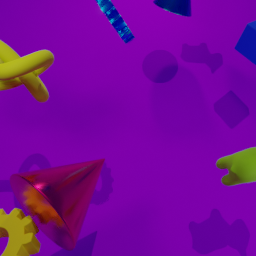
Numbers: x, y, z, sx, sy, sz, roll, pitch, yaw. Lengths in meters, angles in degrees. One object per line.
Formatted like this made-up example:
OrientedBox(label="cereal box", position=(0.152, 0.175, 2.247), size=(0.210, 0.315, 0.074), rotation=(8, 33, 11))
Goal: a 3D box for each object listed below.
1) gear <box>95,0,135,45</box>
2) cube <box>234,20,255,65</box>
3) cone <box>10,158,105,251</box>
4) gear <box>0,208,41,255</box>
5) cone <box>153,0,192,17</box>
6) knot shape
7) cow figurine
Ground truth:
OrientedBox(label="gear", position=(-0.276, -2.054, 5.068), size=(0.208, 1.123, 1.123), rotation=(-34, 68, 11))
OrientedBox(label="cube", position=(3.527, -2.318, 7.458), size=(0.799, 0.799, 0.799), rotation=(-27, 62, -27))
OrientedBox(label="cone", position=(-0.977, 1.039, 5.220), size=(1.630, 1.630, 1.636), rotation=(39, 51, 16))
OrientedBox(label="gear", position=(-2.384, 2.158, 4.751), size=(1.737, 0.321, 1.737), rotation=(-13, 32, 8))
OrientedBox(label="cone", position=(1.499, -4.036, 8.018), size=(1.229, 1.233, 1.229), rotation=(14, 34, -10))
OrientedBox(label="knot shape", position=(-2.208, -1.161, 5.562), size=(1.752, 1.872, 0.865), rotation=(-3, 73, 46))
OrientedBox(label="cow figurine", position=(2.723, 0.665, 5.560), size=(1.508, 1.484, 0.828), rotation=(-8, 75, -23))
